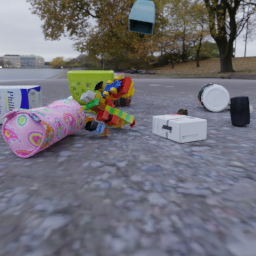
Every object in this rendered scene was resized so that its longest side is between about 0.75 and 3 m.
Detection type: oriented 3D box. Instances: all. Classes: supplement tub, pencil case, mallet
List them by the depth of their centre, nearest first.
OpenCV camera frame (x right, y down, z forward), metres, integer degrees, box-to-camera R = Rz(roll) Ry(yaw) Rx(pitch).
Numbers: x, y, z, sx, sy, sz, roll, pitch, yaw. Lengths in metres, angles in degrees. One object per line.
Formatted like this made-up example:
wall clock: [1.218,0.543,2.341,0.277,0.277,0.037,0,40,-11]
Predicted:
pencil case: [-1.773,-0.116,6.249,1.006,1.006,2.301,3,11,13]
mallet: [3.716,-0.700,9.262,0.553,0.885,2.689,-3,10,23]
supplement tub: [3.478,-1.290,11.586,1.069,1.069,1.744,1,13,6]
supplement tub: [-1.084,-1.621,12.670,2.409,1.288,1.288,-2,12,-5]

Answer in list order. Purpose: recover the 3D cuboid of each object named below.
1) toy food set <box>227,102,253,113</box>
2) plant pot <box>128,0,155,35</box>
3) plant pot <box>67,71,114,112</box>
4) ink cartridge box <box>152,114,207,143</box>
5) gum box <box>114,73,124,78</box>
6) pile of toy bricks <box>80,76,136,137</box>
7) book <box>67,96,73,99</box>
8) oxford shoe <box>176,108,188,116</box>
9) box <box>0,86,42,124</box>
toy food set: [4.500,-0.810,11.320,0.768,0.323,1.070,2,20,8]
plant pot: [0.554,-4.096,10.190,0.918,0.935,0.915,11,-7,3]
plant pot: [-1.442,-1.477,11.209,1.744,1.590,1.753,0,12,-4]
ink cartridge box: [1.270,-0.019,6.998,0.838,0.486,1.161,-6,14,-27]
gum box: [-1.281,-2.190,14.888,0.839,1.440,2.538,9,15,37]
pile of toy bricks: [-0.418,-0.377,7.531,1.311,1.474,2.656,25,-17,-25]
book: [-2.810,-1.568,14.973,0.735,0.264,1.100,-3,14,-1]
oxford shoe: [1.808,-0.523,9.785,0.768,0.324,0.279,-13,20,-42]
box: [-4.065,-0.802,9.163,2.107,1.106,1.938,-2,12,-5]
